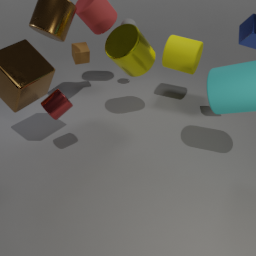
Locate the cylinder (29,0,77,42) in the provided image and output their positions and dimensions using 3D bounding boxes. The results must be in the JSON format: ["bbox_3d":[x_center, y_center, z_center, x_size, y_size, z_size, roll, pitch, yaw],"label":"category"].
[{"bbox_3d":[-2.844,-4.211,10.624,1.400,1.400,1.400,22,4,-2],"label":"cylinder"}]

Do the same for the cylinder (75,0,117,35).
[{"bbox_3d":[-1.422,-5.164,12.469,1.400,1.400,1.400,-20,52,27],"label":"cylinder"}]

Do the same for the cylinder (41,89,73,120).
[{"bbox_3d":[-2.158,-0.719,8.521,0.700,0.700,0.700,-41,41,-3],"label":"cylinder"}]

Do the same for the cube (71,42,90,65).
[{"bbox_3d":[-2.205,-3.481,13.044,0.700,0.700,0.700,-12,56,-17],"label":"cube"}]

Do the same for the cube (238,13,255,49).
[{"bbox_3d":[3.979,-3.003,8.764,0.700,0.700,0.700,11,-14,-12],"label":"cube"}]

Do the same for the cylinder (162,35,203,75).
[{"bbox_3d":[2.366,-3.176,12.144,1.400,1.400,1.400,20,37,17],"label":"cylinder"}]

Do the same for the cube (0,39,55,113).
[{"bbox_3d":[-3.400,-1.632,8.840,1.400,1.400,1.400,46,52,2],"label":"cube"}]

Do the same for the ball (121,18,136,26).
[{"bbox_3d":[0.022,-4.428,12.277,0.700,0.700,0.700,0,32,0],"label":"ball"}]

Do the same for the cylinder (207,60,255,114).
[{"bbox_3d":[3.189,-1.143,8.107,1.400,1.400,1.400,-4,25,36],"label":"cylinder"}]

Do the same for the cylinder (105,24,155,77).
[{"bbox_3d":[0.098,-2.791,10.194,1.400,1.400,1.400,26,-4,35],"label":"cylinder"}]
